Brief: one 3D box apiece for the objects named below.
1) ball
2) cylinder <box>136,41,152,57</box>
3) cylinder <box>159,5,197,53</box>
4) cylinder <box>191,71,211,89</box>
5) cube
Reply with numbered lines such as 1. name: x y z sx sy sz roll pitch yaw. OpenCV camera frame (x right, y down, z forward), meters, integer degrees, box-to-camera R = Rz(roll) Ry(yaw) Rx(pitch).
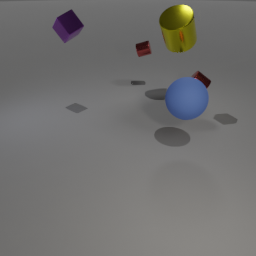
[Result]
1. ball: 1.925 -0.963 9.202 1.400 1.400 1.400 0 28 0
2. cylinder: 0.820 -4.127 14.610 0.700 0.700 0.700 -11 26 14
3. cylinder: 2.123 -4.140 11.768 1.400 1.400 1.400 -8 62 16
4. cylinder: 2.940 -1.887 11.580 0.700 0.700 0.700 36 30 -7
5. cube: -2.093 -3.541 9.777 0.700 0.700 0.700 -43 11 -26
